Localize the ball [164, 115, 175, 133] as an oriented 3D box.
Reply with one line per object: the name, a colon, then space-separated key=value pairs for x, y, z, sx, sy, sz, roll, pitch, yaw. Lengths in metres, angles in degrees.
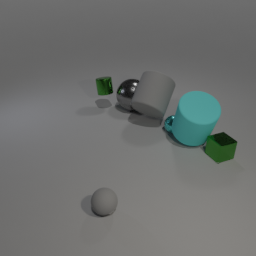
ball: x=1.746 y=-0.147 z=10.782 sx=0.700 sy=0.700 sz=0.700 roll=0 pitch=30 yaw=0

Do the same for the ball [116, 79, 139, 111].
ball: x=0.180 y=-1.459 z=12.323 sx=1.400 sy=1.400 sz=1.400 roll=0 pitch=30 yaw=0

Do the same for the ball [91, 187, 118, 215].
ball: x=-0.614 y=1.901 z=7.272 sx=0.700 sy=0.700 sz=0.700 roll=0 pitch=30 yaw=0

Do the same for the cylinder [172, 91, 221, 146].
cylinder: x=2.315 y=-0.312 z=9.671 sx=1.400 sy=1.400 sz=1.400 roll=1 pitch=56 yaw=-2

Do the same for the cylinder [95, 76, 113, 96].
cylinder: x=-1.025 y=-1.838 z=12.220 sx=0.700 sy=0.700 sz=0.700 roll=-6 pitch=20 yaw=2

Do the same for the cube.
cube: x=3.116 y=0.650 z=9.423 sx=0.700 sy=0.700 sz=0.700 roll=-12 pitch=33 yaw=-20

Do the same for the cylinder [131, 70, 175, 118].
cylinder: x=0.986 y=-1.308 z=11.013 sx=1.400 sy=1.400 sz=1.400 roll=16 pitch=76 yaw=25
